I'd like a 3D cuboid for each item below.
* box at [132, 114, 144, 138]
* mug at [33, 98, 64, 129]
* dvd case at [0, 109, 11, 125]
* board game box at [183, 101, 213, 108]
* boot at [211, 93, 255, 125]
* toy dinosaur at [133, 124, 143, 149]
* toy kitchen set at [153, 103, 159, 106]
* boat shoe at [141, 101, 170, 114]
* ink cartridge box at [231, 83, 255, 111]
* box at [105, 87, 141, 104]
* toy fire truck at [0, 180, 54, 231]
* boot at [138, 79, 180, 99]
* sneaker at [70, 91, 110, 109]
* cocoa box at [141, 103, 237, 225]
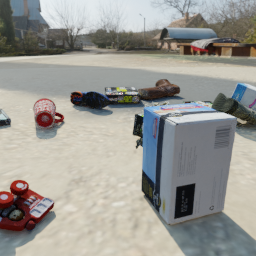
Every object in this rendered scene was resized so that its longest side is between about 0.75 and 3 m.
[{"bbox_3d":[0.961,-0.013,9.943,1.279,0.795,0.950,19,16,41],"label":"box"},{"bbox_3d":[-3.321,-0.607,11.695,1.270,0.954,1.431,-7,23,-13],"label":"mug"},{"bbox_3d":[-6.540,-0.408,11.720,2.741,0.302,2.001,-5,18,-33],"label":"dvd case"},{"bbox_3d":[3.613,-0.794,13.164,1.518,0.340,2.898,2,19,-2],"label":"board game box"},{"bbox_3d":[4.670,-0.719,12.092,1.626,0.843,2.490,26,12,-7],"label":"boot"},{"bbox_3d":[0.711,0.533,8.468,1.175,0.633,2.665,35,1,-21],"label":"toy dinosaur"},{"bbox_3d":[1.254,-0.822,13.376,0.456,0.620,0.773,10,-15,25],"label":"toy kitchen set"},{"bbox_3d":[1.030,-0.748,11.937,1.761,0.751,0.651,-19,27,-13],"label":"boat shoe"},{"bbox_3d":[5.912,-1.231,12.522,2.068,0.875,1.494,32,24,34],"label":"ink cartridge box"},{"bbox_3d":[-0.369,-1.892,16.025,1.879,0.519,2.346,-2,19,-5],"label":"box"},{"bbox_3d":[-2.163,1.646,5.692,0.950,0.634,1.131,24,25,10],"label":"toy fire truck"},{"bbox_3d":[1.483,-2.350,17.120,2.595,0.834,2.419,-15,21,-25],"label":"boot"},{"bbox_3d":[-1.883,-1.550,14.569,2.396,0.903,0.940,15,19,32],"label":"sneaker"},{"bbox_3d":[1.194,0.658,6.052,1.430,2.144,1.407,-6,19,-20],"label":"cocoa box"}]
